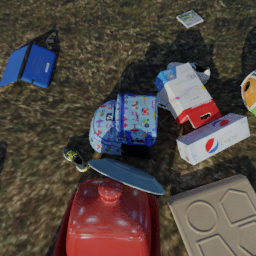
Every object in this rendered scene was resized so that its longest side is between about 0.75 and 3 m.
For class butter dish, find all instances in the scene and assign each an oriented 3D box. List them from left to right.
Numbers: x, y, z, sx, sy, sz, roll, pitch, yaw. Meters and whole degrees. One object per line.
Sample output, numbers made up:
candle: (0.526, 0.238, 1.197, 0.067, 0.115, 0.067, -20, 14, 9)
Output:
butter dish: (-0.459, 2.194, 7.258, 2.725, 2.014, 2.717, 3, 36, 2)

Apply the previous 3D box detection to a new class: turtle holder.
turtle holder: (5.092, -1.369, 9.785, 2.304, 1.750, 1.636, -34, 65, -7)

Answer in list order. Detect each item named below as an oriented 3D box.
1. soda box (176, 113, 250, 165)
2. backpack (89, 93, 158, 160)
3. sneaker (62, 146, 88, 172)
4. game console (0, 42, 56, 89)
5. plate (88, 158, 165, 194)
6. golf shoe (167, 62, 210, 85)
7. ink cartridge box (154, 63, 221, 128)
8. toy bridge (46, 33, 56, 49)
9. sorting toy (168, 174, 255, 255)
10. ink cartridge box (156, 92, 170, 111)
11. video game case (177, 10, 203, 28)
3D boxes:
soda box: (2.815, 0.311, 9.237, 2.320, 0.739, 0.790, -24, 20, -14)
backpack: (-0.189, -0.124, 9.238, 2.252, 1.515, 2.056, 5, 60, 4)
sneaker: (-1.739, 0.933, 9.199, 1.134, 0.480, 0.422, 38, 66, 20)
game console: (-4.012, -2.363, 11.315, 1.636, 1.134, 1.917, 20, 57, -25)
plate: (0.000, 1.281, 7.993, 2.347, 2.347, 0.300, 21, 90, 12)
golf shoe: (2.379, -2.343, 10.929, 1.730, 0.841, 0.677, 19, 64, 12)
ink cartridge box: (2.089, -1.047, 9.924, 1.338, 0.774, 2.303, -22, 75, -23)
toy bridge: (-3.383, -3.770, 12.173, 0.312, 0.126, 0.928, 3, 60, 5)
sorting toy: (2.831, 2.931, 8.057, 2.639, 0.520, 2.851, -16, 56, -9)
ink cartridge box: (1.471, -1.196, 10.538, 0.729, 0.337, 1.337, 22, 63, 11)
video game case: (2.862, -5.040, 12.936, 0.924, 0.102, 0.842, -28, 63, -15)
